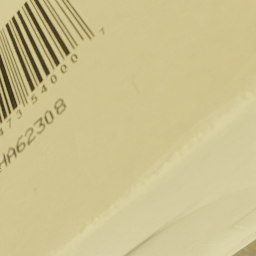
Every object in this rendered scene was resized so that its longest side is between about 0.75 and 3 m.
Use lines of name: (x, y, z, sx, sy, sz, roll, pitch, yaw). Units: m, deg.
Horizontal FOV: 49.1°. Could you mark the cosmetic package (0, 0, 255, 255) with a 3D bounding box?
cosmetic package: (0.203, 0.205, 2.408, 2.973, 2.963, 1.827, 34, 19, -52)
